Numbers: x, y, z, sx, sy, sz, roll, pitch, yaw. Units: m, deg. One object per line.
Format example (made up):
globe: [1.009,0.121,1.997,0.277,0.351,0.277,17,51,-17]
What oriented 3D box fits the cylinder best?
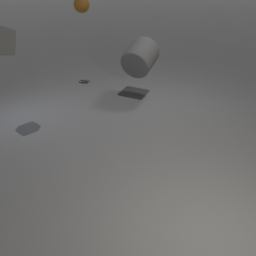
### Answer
cylinder: [0.567,-3.270,12.972,1.400,1.400,1.400,14,53,24]

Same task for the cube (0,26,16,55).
cube: [-3.631,-2.448,7.802,0.700,0.700,0.700,26,26,33]

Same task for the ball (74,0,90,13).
ball: [-2.059,-5.486,12.444,0.700,0.700,0.700,0,28,0]
